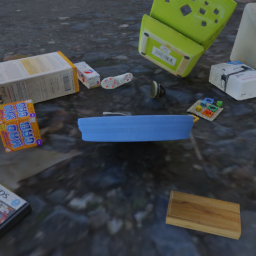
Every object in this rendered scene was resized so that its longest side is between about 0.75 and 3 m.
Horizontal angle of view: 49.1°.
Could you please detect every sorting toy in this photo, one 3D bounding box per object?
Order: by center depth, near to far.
[{"bbox_3d":[2.629,-0.663,9.525,0.969,0.234,1.720,24,43,29],"label":"sorting toy"}]

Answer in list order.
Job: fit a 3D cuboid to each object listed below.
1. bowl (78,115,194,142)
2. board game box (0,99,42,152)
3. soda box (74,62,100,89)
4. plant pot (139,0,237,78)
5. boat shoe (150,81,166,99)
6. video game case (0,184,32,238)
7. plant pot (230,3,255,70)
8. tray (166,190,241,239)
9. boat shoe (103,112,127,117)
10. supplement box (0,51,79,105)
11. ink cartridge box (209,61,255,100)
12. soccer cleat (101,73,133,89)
[{"bbox_3d":[0.191,0.015,7.137,2.898,0.569,2.898,-1,0,0],"label":"bowl"},{"bbox_3d":[-3.131,-0.077,8.079,1.000,1.000,1.001,-13,39,-18],"label":"board game box"},{"bbox_3d":[-1.692,-2.156,11.338,0.521,0.487,1.529,-20,41,-25],"label":"soda box"},{"bbox_3d":[1.979,-3.780,10.903,2.841,2.827,2.578,31,80,4],"label":"plant pot"},{"bbox_3d":[1.050,-1.284,9.641,0.521,0.566,1.585,6,4,1],"label":"boat shoe"},{"bbox_3d":[-3.509,1.951,5.953,1.901,0.268,2.103,22,42,26],"label":"video game case"},{"bbox_3d":[5.864,-3.089,11.093,2.647,2.650,2.346,3,48,4],"label":"plant pot"},{"bbox_3d":[1.628,1.853,6.089,1.504,0.279,0.742,8,37,13],"label":"tray"},{"bbox_3d":[-0.428,-0.353,9.181,0.796,0.289,0.250,5,79,-2],"label":"boat shoe"},{"bbox_3d":[-3.522,-1.799,10.348,2.914,1.071,1.836,-18,40,-23],"label":"supplement box"},{"bbox_3d":[4.175,-1.850,10.658,1.284,0.748,1.776,-14,37,-18],"label":"ink cartridge box"},{"bbox_3d":[-0.435,-1.838,11.018,1.322,0.458,0.513,-18,9,-12],"label":"soccer cleat"}]
